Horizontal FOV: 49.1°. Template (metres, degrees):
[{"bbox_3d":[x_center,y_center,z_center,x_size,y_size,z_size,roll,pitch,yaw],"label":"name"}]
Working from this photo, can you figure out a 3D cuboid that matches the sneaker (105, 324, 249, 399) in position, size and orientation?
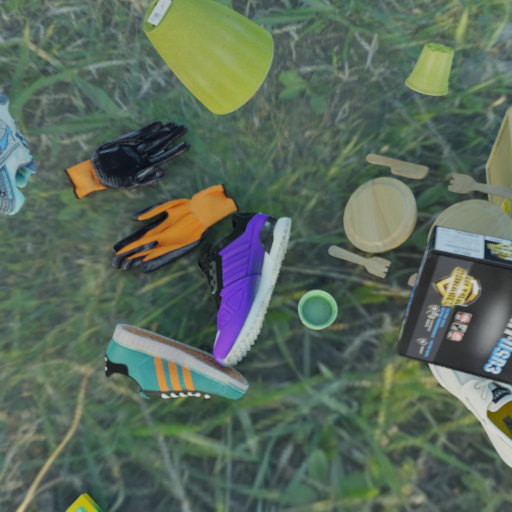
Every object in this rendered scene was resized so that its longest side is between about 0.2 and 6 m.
[{"bbox_3d":[-1.306,1.922,9.005,2.321,0.828,0.927,22,92,2],"label":"sneaker"}]

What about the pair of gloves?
[{"bbox_3d":[-1.921,-1.128,10.194,2.453,0.340,2.753,-30,72,-8],"label":"pair of gloves"}]

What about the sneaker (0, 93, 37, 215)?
[{"bbox_3d":[-3.209,-1.243,6.964,0.874,0.786,2.026,19,44,-32],"label":"sneaker"}]

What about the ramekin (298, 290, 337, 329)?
[{"bbox_3d":[1.030,0.936,9.509,0.655,0.320,0.655,0,72,0],"label":"ramekin"}]

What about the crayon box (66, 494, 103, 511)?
[{"bbox_3d":[-2.673,4.252,8.443,0.813,0.275,0.943,41,76,14],"label":"crayon box"}]

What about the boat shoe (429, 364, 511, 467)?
[{"bbox_3d":[3.679,2.186,8.785,0.922,0.908,2.602,-29,74,-9],"label":"boat shoe"}]

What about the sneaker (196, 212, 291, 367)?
[{"bbox_3d":[-0.419,0.452,9.397,1.370,0.957,2.754,17,67,8],"label":"sneaker"}]

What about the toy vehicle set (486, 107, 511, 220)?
[{"bbox_3d":[4.253,-0.516,9.086,0.423,1.983,3.191,-1,71,12],"label":"toy vehicle set"}]

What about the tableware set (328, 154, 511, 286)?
[{"bbox_3d":[2.794,-0.408,9.226,2.977,0.597,1.968,24,92,40],"label":"tableware set"}]

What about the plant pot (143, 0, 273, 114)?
[{"bbox_3d":[-0.773,-2.999,7.877,1.420,1.517,1.420,-21,57,37],"label":"plant pot"}]

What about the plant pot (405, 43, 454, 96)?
[{"bbox_3d":[2.719,-2.896,8.610,0.675,0.621,0.675,6,39,-5],"label":"plant pot"}]

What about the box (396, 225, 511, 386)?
[{"bbox_3d":[3.103,0.760,7.184,2.195,2.211,0.549,15,47,12],"label":"box"}]
